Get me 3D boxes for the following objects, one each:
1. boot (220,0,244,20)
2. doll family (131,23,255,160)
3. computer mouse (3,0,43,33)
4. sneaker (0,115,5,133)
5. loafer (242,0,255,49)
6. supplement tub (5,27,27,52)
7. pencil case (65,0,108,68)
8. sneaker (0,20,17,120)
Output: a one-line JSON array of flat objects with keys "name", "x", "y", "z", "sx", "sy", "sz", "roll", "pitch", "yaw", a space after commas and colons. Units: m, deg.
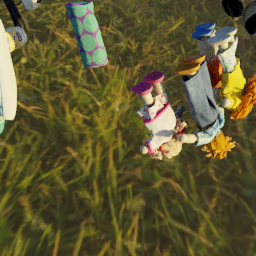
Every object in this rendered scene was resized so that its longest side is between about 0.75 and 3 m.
[{"name": "boot", "x": 2.339, "y": -3.335, "z": 6.684, "sx": 0.723, "sy": 2.088, "sz": 1.818, "roll": -23, "pitch": 67, "yaw": 32}, {"name": "doll family", "x": 1.182, "y": -0.398, "z": 3.939, "sx": 1.076, "sy": 1.482, "sz": 2.387, "roll": 11, "pitch": 46, "yaw": 45}, {"name": "computer mouse", "x": -2.675, "y": -3.719, "z": 7.253, "sx": 0.658, "sy": 2.999, "sz": 1.644, "roll": -26, "pitch": 96, "yaw": -41}, {"name": "sneaker", "x": -2.152, "y": 0.169, "z": 3.441, "sx": 2.004, "sy": 0.801, "sz": 0.715, "roll": -3, "pitch": 9, "yaw": 35}, {"name": "loafer", "x": 2.637, "y": -2.138, "z": 5.578, "sx": 0.639, "sy": 0.567, "sz": 1.681, "roll": -28, "pitch": 39, "yaw": 31}, {"name": "supplement tub", "x": -3.128, "y": -2.332, "z": 7.406, "sx": 0.561, "sy": 0.561, "sz": 0.771, "roll": 22, "pitch": 42, "yaw": 17}, {"name": "pencil case", "x": -0.926, "y": -2.153, "z": 6.465, "sx": 0.634, "sy": 1.490, "sz": 0.689, "roll": -16, "pitch": 31, "yaw": -4}, {"name": "sneaker", "x": -1.347, "y": -0.543, "z": 2.738, "sx": 0.402, "sy": 0.981, "sz": 0.363, "roll": -6, "pitch": 19, "yaw": -10}]
